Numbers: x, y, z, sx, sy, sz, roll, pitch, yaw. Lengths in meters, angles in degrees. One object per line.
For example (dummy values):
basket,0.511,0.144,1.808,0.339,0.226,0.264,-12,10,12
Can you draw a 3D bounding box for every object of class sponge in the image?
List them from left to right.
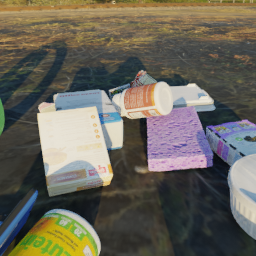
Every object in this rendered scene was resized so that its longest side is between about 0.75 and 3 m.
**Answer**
sponge,1.363,0.194,8.178,1.617,0.432,2.899,-6,28,6

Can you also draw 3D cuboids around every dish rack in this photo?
dish rack,2.033,-1.241,11.025,2.411,0.525,2.069,-3,27,-9

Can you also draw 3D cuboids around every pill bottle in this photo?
pill bottle,-1.301,2.198,3.852,1.117,1.117,2.012,11,30,19
pill bottle,0.416,-0.835,8.886,1.812,1.016,1.016,-5,21,36

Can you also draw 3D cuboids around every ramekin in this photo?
ramekin,2.974,1.421,5.450,2.072,0.965,2.072,-1,27,0

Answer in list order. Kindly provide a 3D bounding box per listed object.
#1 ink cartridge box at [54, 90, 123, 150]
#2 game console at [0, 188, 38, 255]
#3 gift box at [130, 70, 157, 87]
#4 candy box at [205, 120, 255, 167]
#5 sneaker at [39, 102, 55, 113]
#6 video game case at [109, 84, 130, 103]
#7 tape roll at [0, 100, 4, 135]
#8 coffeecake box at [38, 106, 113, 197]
ink cartridge box,-1.288,-0.256,8.592,1.720,1.008,2.348,-8,29,-15
game console,-2.584,1.837,4.640,1.112,1.603,1.879,29,30,-2
gift box,0.631,-1.652,10.742,0.909,0.899,0.974,33,14,-17
candy box,3.190,0.472,7.646,1.447,0.617,1.725,-9,29,-16
sneaker,-2.826,-0.813,10.339,0.975,0.367,0.509,-21,39,-27
video game case,-0.282,-1.219,10.535,0.830,0.757,0.091,-20,45,-14
tape roll,-4.598,-0.512,7.260,2.702,2.702,0.649,6,28,12
coffeecake box,-1.277,0.503,6.591,1.418,0.675,1.848,-8,63,-16
